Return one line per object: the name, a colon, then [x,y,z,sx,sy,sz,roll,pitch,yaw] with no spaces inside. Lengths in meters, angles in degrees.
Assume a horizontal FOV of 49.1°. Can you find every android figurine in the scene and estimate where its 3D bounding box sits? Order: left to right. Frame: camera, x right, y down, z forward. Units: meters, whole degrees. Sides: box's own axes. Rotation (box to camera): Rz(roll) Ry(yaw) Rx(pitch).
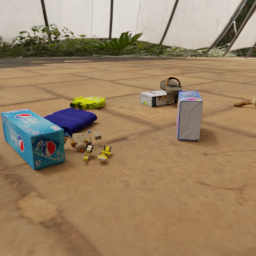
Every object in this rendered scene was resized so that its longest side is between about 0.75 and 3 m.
android figurine: [-1.867,-1.243,13.584,1.675,0.378,1.840,14,24,37]

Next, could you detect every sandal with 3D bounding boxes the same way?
sandal: [2.200,-2.211,14.184,1.045,0.698,2.558,1,20,2]

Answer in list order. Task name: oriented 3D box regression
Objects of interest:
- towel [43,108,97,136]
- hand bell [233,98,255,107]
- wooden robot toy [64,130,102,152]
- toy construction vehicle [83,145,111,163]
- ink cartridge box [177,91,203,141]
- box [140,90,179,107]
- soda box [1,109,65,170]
towel: [-2.207,-0.218,10.342,1.495,0.501,2.024,14,21,19]
hand bell: [5.726,-1.166,13.254,1.379,0.718,0.718,-8,15,18]
wooden robot toy: [-1.386,0.484,8.362,1.312,0.578,0.595,-7,55,-23]
toy construction vehicle: [-0.841,0.740,7.705,0.718,0.290,0.824,11,21,-3]
ink cartridge box: [2.086,-0.505,9.687,0.754,1.347,1.974,4,18,9]
box: [1.629,-1.515,14.085,1.851,0.556,1.079,-11,21,-31]
soda box: [-2.836,0.206,8.143,0.897,0.948,2.795,-13,22,-35]
